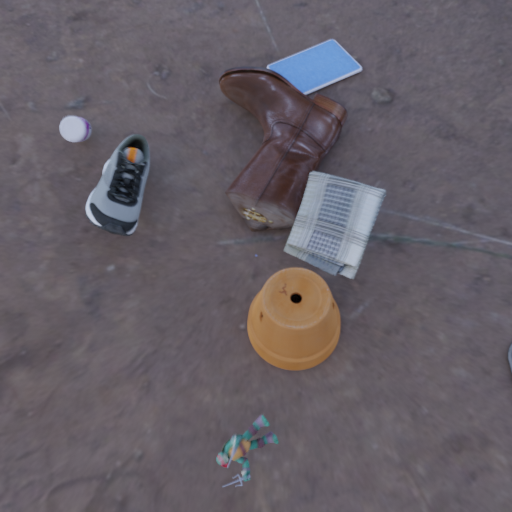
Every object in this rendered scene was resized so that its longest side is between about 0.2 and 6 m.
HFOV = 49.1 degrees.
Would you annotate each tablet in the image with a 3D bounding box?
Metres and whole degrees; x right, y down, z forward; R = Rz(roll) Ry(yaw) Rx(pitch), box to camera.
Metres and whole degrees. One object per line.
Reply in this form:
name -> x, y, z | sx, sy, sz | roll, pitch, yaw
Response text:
tablet -> 1.450, -4.665, 13.969 | 2.063, 0.141, 1.342 | -27, 63, -15

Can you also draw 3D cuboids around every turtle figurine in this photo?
turtle figurine -> -0.223, 2.964, 8.582 | 1.091, 0.817, 0.549 | -34, 36, -17

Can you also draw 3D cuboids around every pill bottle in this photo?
pill bottle -> -3.922, -2.774, 12.283 | 0.539, 0.960, 0.539 | -1, 102, -4

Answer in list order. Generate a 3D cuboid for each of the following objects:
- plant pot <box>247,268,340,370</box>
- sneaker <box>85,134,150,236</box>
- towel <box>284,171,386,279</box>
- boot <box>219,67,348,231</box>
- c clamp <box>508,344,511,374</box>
plant pot -> 0.684, 1.006, 9.870 | 1.718, 1.202, 1.718 | 0, 60, 1
sneaker -> -2.636, -1.441, 10.980 | 1.009, 1.082, 2.729 | 18, 39, -19
towel -> 1.352, -0.583, 10.170 | 1.650, 0.296, 1.713 | 23, 98, 37
boot -> -0.025, -2.323, 12.078 | 3.258, 1.123, 3.496 | 21, 65, 14
c clamp -> 5.391, 2.141, 9.725 | 1.859, 0.295, 2.176 | 4, 58, 3
